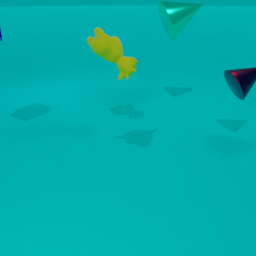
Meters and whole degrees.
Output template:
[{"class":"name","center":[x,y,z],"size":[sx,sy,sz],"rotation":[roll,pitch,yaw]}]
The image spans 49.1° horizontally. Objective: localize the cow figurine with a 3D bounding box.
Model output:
[{"class":"cow figurine","center":[-0.373,-1.906,7.318],"size":[1.295,0.711,1.274],"rotation":[17,38,-45]}]

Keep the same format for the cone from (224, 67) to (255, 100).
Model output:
[{"class":"cone","center":[3.010,-1.290,6.947],"size":[0.875,0.872,0.872],"rotation":[-31,27,5]}]

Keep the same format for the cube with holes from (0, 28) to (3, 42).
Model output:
[{"class":"cube with holes","center":[-3.672,-2.482,6.700],"size":[0.832,0.832,0.832],"rotation":[12,22,38]}]

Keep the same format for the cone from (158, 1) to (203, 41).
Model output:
[{"class":"cone","center":[1.739,-3.550,8.642],"size":[1.251,1.246,1.246],"rotation":[-24,27,4]}]
